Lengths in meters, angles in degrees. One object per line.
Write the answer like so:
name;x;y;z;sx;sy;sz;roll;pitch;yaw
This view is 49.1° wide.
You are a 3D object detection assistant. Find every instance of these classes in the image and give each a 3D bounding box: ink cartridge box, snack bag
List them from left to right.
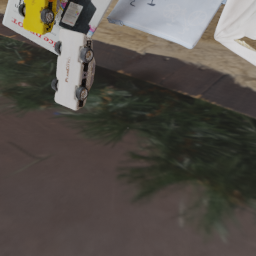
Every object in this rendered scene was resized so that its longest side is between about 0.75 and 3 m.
ink cartridge box;-1.362;-3.056;6.239;1.956;2.684;1.111;27;43;-17
snack bag;1.206;-3.335;6.644;2.735;0.310;2.901;30;86;30

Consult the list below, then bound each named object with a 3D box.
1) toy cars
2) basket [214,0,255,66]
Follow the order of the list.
toy cars;-1.263;-1.838;5.377;1.342;2.994;0.663;-24;-1;38
basket;2.975;-2.499;5.096;1.677;2.474;1.526;39;66;16
